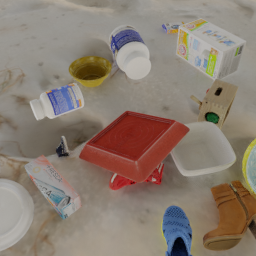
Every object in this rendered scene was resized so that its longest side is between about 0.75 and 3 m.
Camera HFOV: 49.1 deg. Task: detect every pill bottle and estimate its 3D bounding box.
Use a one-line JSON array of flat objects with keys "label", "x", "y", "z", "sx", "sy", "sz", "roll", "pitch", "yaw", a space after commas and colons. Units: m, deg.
[{"label": "pill bottle", "x": -1.836, "y": -0.660, "z": 7.250, "sx": 1.251, "sy": 0.701, "sz": 0.701, "roll": -22, "pitch": 51, "yaw": -21}, {"label": "pill bottle", "x": 0.126, "y": -3.500, "z": 13.035, "sx": 1.567, "sy": 1.567, "sz": 2.619, "roll": -11, "pitch": 47, "yaw": -10}]

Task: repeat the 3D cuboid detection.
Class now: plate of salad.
[{"label": "plate of salad", "x": -3.820, "y": 2.485, "z": 8.050, "sx": 2.133, "sy": 0.512, "sz": 2.133, "roll": 9, "pitch": 52, "yaw": -12}]

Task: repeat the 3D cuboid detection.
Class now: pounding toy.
[{"label": "pounding toy", "x": 3.124, "y": -0.853, "z": 10.490, "sx": 1.271, "sy": 1.646, "sz": 1.788, "roll": 24, "pitch": 51, "yaw": 21}]

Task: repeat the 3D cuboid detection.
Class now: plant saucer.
[{"label": "plant saucer", "x": 0.146, "y": 0.339, "z": 9.467, "sx": 2.866, "sy": 0.526, "sz": 2.861, "roll": 15, "pitch": 44, "yaw": 39}]

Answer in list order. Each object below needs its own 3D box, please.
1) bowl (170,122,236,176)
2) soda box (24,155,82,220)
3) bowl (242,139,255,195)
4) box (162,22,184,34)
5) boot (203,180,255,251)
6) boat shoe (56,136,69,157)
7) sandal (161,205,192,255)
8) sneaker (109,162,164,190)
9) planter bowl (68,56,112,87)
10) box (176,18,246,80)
[{"label": "bowl", "x": 2.392, "y": 0.771, "z": 9.590, "sx": 2.017, "sy": 0.753, "sz": 2.014, "roll": -10, "pitch": 48, "yaw": -9}, {"label": "soda box", "x": -2.344, "y": 1.784, "z": 8.693, "sx": 0.718, "sy": 0.667, "sz": 2.099, "roll": -34, "pitch": 55, "yaw": -28}, {"label": "bowl", "x": 4.570, "y": 1.112, "z": 8.745, "sx": 2.307, "sy": 2.307, "sz": 1.242, "roll": 0, "pitch": 4, "yaw": 0}, {"label": "box", "x": 2.632, "y": -5.746, "z": 16.052, "sx": 1.340, "sy": 0.278, "sz": 0.798, "roll": -9, "pitch": 47, "yaw": -5}, {"label": "boot", "x": 2.796, "y": 2.430, "z": 8.023, "sx": 2.244, "sy": 0.827, "sz": 1.736, "roll": -5, "pitch": 47, "yaw": -21}, {"label": "boat shoe", "x": -2.387, "y": 0.658, "z": 9.973, "sx": 0.407, "sy": 0.328, "sz": 0.878, "roll": -10, "pitch": 48, "yaw": -20}, {"label": "sandal", "x": 1.341, "y": 3.016, "z": 7.350, "sx": 0.883, "sy": 0.967, "sz": 2.221, "roll": -2, "pitch": 45, "yaw": 1}, {"label": "sneaker", "x": 0.403, "y": 1.509, "z": 8.906, "sx": 1.130, "sy": 0.766, "sz": 1.956, "roll": 35, "pitch": 57, "yaw": 30}, {"label": "planter bowl", "x": -1.654, "y": -2.381, "z": 12.522, "sx": 1.897, "sy": 0.790, "sz": 1.897, "roll": 0, "pitch": 46, "yaw": 0}, {"label": "box", "x": 3.783, "y": -3.770, "z": 13.240, "sx": 1.456, "sy": 1.616, "sz": 2.873, "roll": -27, "pitch": 52, "yaw": -22}]
